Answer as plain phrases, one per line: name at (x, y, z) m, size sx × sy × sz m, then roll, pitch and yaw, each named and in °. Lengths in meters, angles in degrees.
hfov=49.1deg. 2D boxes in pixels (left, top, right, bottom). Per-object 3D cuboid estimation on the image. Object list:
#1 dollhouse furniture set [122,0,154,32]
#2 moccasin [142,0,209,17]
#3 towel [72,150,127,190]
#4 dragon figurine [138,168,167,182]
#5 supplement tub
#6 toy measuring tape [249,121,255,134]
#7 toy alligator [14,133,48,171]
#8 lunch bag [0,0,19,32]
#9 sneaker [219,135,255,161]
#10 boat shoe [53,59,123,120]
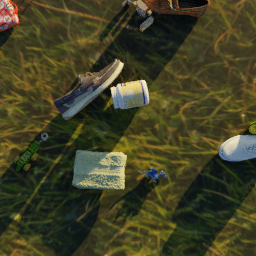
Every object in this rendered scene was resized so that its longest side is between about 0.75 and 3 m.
dollhouse furniture set at (0.300, -3.936, 9.457) m, size 0.506 × 0.592 × 1.143 m, roll -42°, pitch 88°, yaw -4°
moccasin at (1.579, -4.201, 9.332) m, size 2.204 × 0.851 × 0.806 m, roll 15°, pitch 87°, yaw 1°
towel at (-0.945, 1.403, 9.229) m, size 1.742 × 0.318 × 1.293 m, roll 3°, pitch 85°, yaw 5°
dragon figurine at (0.820, 1.478, 9.321) m, size 0.955 × 0.281 × 0.475 m, roll 28°, pitch 88°, yaw 1°
supplement tub at (0.059, -1.077, 9.183) m, size 1.136 × 0.826 × 0.826 m, roll -10°, pitch 87°, yaw -1°
toy measuring tape at (5.135, -0.536, 9.126) m, size 2.588 × 0.952 × 0.952 m, roll -30°, pitch 87°, yaw -2°
toy alligator at (-3.260, 0.801, 9.303) m, size 0.531 × 0.385 × 1.602 m, roll 36°, pitch 88°, yaw 1°
lunch bag at (-4.254, -3.953, 9.512) m, size 1.001 × 0.466 × 1.136 m, roll -25°, pitch 87°, yaw -1°
sneaker at (4.158, 0.572, 9.095) m, size 2.314 × 0.819 × 0.845 m, roll -12°, pitch 87°, yaw -1°
boat shoe at (-1.296, -1.384, 9.091) m, size 2.624 × 0.944 × 0.850 m, roll -42°, pitch 107°, yaw 4°
